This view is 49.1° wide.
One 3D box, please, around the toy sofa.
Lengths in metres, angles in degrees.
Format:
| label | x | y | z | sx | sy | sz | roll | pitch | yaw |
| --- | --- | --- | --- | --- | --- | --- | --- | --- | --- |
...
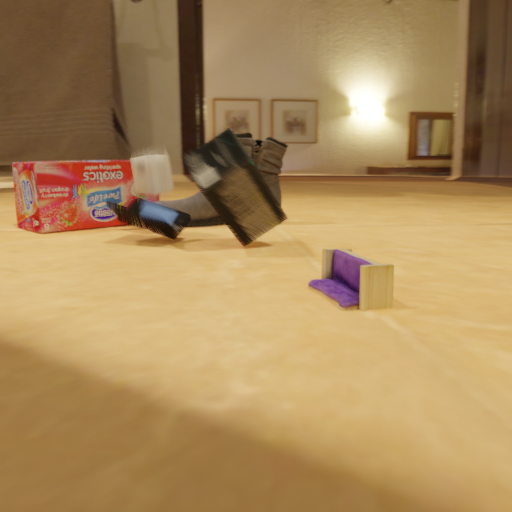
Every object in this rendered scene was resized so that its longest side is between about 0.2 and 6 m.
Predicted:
| label | x | y | z | sx | sy | sz | roll | pitch | yaw |
| --- | --- | --- | --- | --- | --- | --- | --- | --- | --- |
| toy sofa | 1.103 | 0.256 | 6.783 | 0.622 | 0.528 | 1.274 | -2 | 10 | -14 |

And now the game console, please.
| label | x | y | z | sx | sy | sz | roll | pitch | yaw |
| --- | --- | --- | --- | --- | --- | --- | --- | --- | --- |
| game console | -2.068 | -0.891 | 10.938 | 1.303 | 0.758 | 1.146 | 19 | 43 | 12 |

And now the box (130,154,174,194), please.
| label | x | y | z | sx | sy | sz | roll | pitch | yaw |
| --- | --- | --- | --- | --- | --- | --- | --- | --- | --- |
| box | -2.199 | -1.730 | 11.834 | 0.494 | 0.756 | 0.752 | -22 | 22 | -40 |

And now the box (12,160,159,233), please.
| label | x | y | z | sx | sy | sz | roll | pitch | yaw |
| --- | --- | --- | --- | --- | --- | --- | --- | --- | --- |
| box | -4.021 | -1.513 | 13.563 | 3.168 | 1.579 | 1.512 | -9 | 14 | -42 |

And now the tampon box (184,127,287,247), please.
| label | x | y | z | sx | sy | sz | roll | pitch | yaw |
| --- | --- | --- | --- | --- | --- | --- | --- | --- | --- |
| tampon box | -0.366 | -1.217 | 10.125 | 1.007 | 1.595 | 1.195 | -33 | 44 | 3 |

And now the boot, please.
| label | x | y | z | sx | sy | sz | roll | pitch | yaw |
| --- | --- | --- | --- | --- | --- | --- | --- | --- | --- |
| boot | -0.939 | -1.892 | 13.787 | 3.405 | 2.241 | 1.188 | -3 | 12 | -17 |
